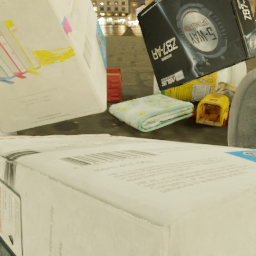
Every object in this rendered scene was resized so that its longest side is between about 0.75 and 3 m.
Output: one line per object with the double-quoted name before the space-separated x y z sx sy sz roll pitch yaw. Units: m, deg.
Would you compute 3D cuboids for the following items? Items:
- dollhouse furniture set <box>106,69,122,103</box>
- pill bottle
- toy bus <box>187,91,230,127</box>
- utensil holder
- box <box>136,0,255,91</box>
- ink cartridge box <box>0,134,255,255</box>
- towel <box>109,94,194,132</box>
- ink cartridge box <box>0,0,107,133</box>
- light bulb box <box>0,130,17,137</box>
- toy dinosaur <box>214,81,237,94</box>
"dollhouse furniture set" -1.405 -1.580 10.223 2.431 0.989 1.308 1 22 0
"pill bottle" 2.425 -1.771 9.800 2.958 1.668 1.668 3 22 7
"toy bus" 2.524 -0.622 8.079 1.486 0.814 1.575 -7 23 -17
"utensil holder" 3.194 0.134 4.554 2.456 2.087 2.087 2 22 -2
"box" 1.073 -1.626 4.733 0.428 1.574 1.965 -19 3 -34
"ink cartridge box" -0.021 0.749 2.628 2.148 1.259 2.933 -1 2 -40
"towel" 0.693 -0.495 8.194 1.975 0.475 1.690 -16 23 -28
"ink cartridge box" -1.620 -1.663 3.969 1.841 2.940 1.890 -12 49 11
"light bulb box" -2.572 0.436 5.031 1.078 1.088 0.679 -17 27 -35
"toy dinosaur" 3.587 -0.982 8.512 2.556 0.744 1.292 9 32 -49
